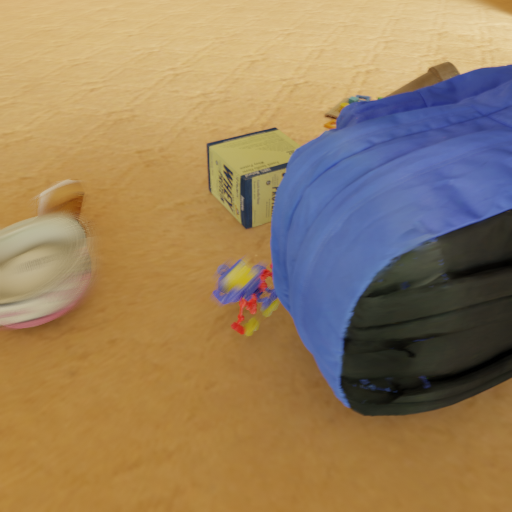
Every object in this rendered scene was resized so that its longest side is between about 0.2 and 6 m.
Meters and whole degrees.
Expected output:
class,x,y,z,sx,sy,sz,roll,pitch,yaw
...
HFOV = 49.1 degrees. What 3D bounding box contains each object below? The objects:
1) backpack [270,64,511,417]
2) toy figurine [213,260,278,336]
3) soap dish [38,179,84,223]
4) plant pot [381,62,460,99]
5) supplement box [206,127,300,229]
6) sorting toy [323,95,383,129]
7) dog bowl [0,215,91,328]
class,x,y,z,sx,sy,sz,roll,pitch,yaw
backpack,2.572,-0.267,7.817,4.903,3.984,4.114,-22,44,-13
toy figurine,-0.097,0.262,8.983,1.118,0.984,1.866,26,54,28
soap dish,-3.756,-0.891,10.792,0.427,1.050,0.826,35,42,11
plant pot,3.827,-3.229,13.278,1.906,2.197,2.197,-16,38,6
supplement box,0.106,-1.684,11.768,1.744,1.171,1.742,-19,42,-23
sorting toy,2.778,-4.072,15.524,1.432,0.346,2.544,21,43,24
dog bowl,-3.663,0.286,9.151,2.090,0.770,2.090,-8,42,8
